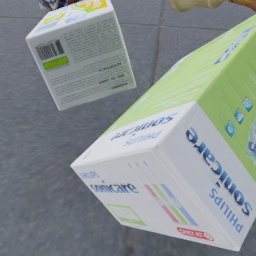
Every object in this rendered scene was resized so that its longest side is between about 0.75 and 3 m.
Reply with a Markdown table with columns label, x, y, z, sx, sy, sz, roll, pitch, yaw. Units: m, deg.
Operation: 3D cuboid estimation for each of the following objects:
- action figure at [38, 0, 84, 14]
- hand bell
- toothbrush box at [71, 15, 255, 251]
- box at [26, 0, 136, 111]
| label | x | y | z | sx | sy | sz | roll | pitch | yaw |
| --- | --- | --- | --- | --- | --- | --- | --- | --- | --- |
| action figure | -1.850 | -3.100 | 7.483 | 1.554 | 2.971 | 2.874 | 14 | 3 | -2 |
| hand bell | 2.020 | -2.393 | 5.126 | 1.216 | 1.216 | 2.335 | -33 | 53 | -29 |
| toothbrush box | 0.923 | -0.116 | 3.736 | 2.885 | 2.100 | 1.242 | -44 | 102 | -30 |
| box | -0.807 | -1.631 | 5.445 | 1.434 | 1.292 | 2.549 | -17 | 31 | 2 |
